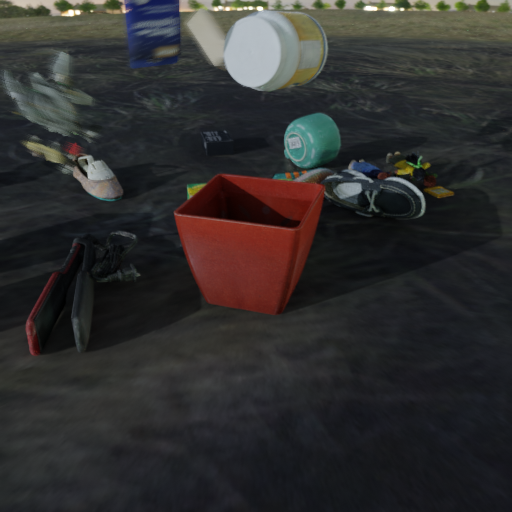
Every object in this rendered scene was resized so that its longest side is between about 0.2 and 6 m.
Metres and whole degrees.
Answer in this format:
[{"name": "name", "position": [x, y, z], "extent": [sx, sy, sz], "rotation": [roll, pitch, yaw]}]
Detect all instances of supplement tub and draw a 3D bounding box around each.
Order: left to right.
[{"name": "supplement tub", "position": [0.399, -4.039, 11.041], "extent": [1.448, 1.448, 2.002], "rotation": [15, 26, 27]}]

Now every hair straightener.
[{"name": "hair straightener", "position": [-2.710, 0.438, 9.693], "extent": [1.443, 0.767, 3.750], "rotation": [-1, 23, -3]}]

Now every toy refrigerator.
[{"name": "toy refrigerator", "position": [-0.916, -4.654, 12.078], "extent": [1.271, 0.483, 0.445], "rotation": [58, 26, 17]}]

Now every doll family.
[{"name": "doll family", "position": [3.515, -2.071, 14.155], "extent": [2.432, 0.954, 1.406], "rotation": [-17, 34, -14]}]

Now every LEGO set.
[{"name": "LEGO set", "position": [-3.356, -2.139, 9.067], "extent": [1.657, 2.551, 0.723], "rotation": [23, 55, 10]}]

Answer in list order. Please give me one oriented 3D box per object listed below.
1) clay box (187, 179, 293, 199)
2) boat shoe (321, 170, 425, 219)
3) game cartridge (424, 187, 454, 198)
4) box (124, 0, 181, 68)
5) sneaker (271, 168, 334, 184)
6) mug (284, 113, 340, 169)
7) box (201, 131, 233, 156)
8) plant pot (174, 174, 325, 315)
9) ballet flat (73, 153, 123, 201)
[{"name": "clay box", "position": [-0.108, -0.757, 11.049], "extent": [2.413, 1.387, 0.574], "rotation": [-4, 28, -10]}, {"name": "boat shoe", "position": [2.554, -1.315, 12.684], "extent": [0.800, 1.003, 2.653], "rotation": [-21, 25, -31]}, {"name": "game cartridge", "position": [4.595, -1.614, 14.109], "extent": [0.491, 0.090, 0.557], "rotation": [-12, 30, -22]}, {"name": "box", "position": [-1.770, -3.927, 9.672], "extent": [0.909, 1.501, 0.243], "rotation": [-14, 51, -17]}, {"name": "sneaker", "position": [0.879, -1.714, 13.508], "extent": [2.288, 0.817, 0.914], "rotation": [-22, 39, -33]}, {"name": "mug", "position": [1.437, -3.071, 15.738], "extent": [1.070, 1.730, 1.422], "rotation": [-25, 60, -34]}, {"name": "box", "position": [-1.210, -3.487, 17.302], "extent": [0.844, 0.472, 1.196], "rotation": [-8, 28, -9]}, {"name": "plant pot", "position": [-0.029, -0.163, 9.493], "extent": [2.010, 1.771, 2.008], "rotation": [8, 28, 16]}, {"name": "ballet flat", "position": [-4.128, -2.084, 14.249], "extent": [0.805, 0.796, 2.366], "rotation": [-20, 34, -34]}]
